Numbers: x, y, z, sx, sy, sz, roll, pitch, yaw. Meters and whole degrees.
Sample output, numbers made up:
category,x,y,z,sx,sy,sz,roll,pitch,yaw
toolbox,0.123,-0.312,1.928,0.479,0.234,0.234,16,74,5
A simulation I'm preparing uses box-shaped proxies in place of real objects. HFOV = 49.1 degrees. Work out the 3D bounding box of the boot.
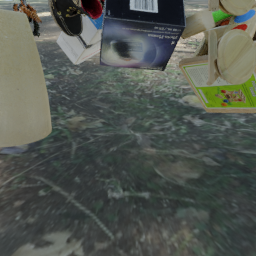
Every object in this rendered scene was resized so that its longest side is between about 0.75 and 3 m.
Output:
category,x,y,z,sx,sy,sz,roll,pitch,yaw
boot,-1.392,-3.328,7.601,0.860,2.351,1.770,-37,55,-23

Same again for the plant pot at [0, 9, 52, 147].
category,x,y,z,sx,sy,sz,roll,pitch,yaw
plant pot,-2.852,-1.200,6.051,2.389,2.551,2.389,6,18,-2

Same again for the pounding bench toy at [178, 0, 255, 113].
category,x,y,z,sx,sy,sz,roll,pitch,yaw
pounding bench toy,2.515,-2.120,6.704,1.782,2.868,2.237,4,55,46

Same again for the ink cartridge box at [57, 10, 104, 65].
category,x,y,z,sx,sy,sz,roll,pitch,yaw
ink cartridge box,-1.097,-3.900,10.358,2.120,1.234,2.931,-42,5,-38

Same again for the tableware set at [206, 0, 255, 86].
category,x,y,z,sx,sy,sz,roll,pitch,yaw
tableware set,1.699,-1.703,4.615,1.301,1.968,0.394,-6,8,-27

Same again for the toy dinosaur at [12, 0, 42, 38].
category,x,y,z,sx,sy,sz,roll,pitch,yaw
toy dinosaur,-3.385,-3.637,9.254,0.896,1.191,1.755,-7,30,-21

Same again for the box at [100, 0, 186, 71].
category,x,y,z,sx,sy,sz,roll,pitch,yaw
box,0.230,-2.071,6.016,1.582,1.569,0.975,3,69,-7
